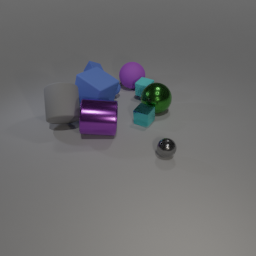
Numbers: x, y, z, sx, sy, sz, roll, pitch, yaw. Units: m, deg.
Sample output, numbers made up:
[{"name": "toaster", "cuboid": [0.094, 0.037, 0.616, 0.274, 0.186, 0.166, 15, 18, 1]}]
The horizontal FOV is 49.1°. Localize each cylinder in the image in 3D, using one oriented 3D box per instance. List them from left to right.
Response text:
[{"name": "cylinder", "cuboid": [-2.704, -0.990, 11.552, 1.400, 1.400, 1.400, -7, -10, -1]}, {"name": "cylinder", "cuboid": [-1.156, -0.417, 11.047, 1.400, 1.400, 1.400, 4, 32, -6]}]

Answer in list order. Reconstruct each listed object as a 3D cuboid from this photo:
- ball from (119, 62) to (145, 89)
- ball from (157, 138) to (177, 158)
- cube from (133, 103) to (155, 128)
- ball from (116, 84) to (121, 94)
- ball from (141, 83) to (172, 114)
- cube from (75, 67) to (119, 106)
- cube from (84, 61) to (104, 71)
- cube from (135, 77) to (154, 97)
[{"name": "ball", "cuboid": [0.225, -2.810, 14.934, 1.400, 1.400, 1.400, 0, 32, 0]}, {"name": "ball", "cuboid": [1.369, 0.703, 9.924, 0.700, 0.700, 0.700, 0, 32, 0]}, {"name": "cube", "cuboid": [0.696, -0.553, 12.005, 0.700, 0.700, 0.700, 18, 42, 25]}, {"name": "ball", "cuboid": [-0.722, -1.991, 13.961, 0.700, 0.700, 0.700, 0, 32, 0]}, {"name": "ball", "cuboid": [1.274, -1.347, 12.651, 1.400, 1.400, 1.400, 0, 32, 0]}, {"name": "cube", "cuboid": [-1.474, -1.705, 12.724, 1.400, 1.400, 1.400, 35, 41, 17]}, {"name": "cube", "cuboid": [-1.781, -2.948, 14.585, 0.700, 0.700, 0.700, 7, 44, -40]}, {"name": "cube", "cuboid": [0.818, -1.978, 13.751, 0.700, 0.700, 0.700, 19, 44, 26]}]
